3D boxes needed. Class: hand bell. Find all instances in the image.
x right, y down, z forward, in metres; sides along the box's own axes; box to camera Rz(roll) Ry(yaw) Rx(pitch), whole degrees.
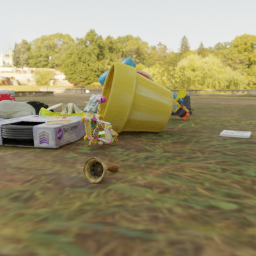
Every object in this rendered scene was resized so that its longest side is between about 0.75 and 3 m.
[{"bbox_3d":[-0.422,0.786,5.370,0.457,0.457,0.877,4,-3,26],"label":"hand bell"}]

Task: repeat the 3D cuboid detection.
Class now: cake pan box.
[{"bbox_3d":[-2.789,0.060,8.937,2.450,0.696,2.660,0,9,16],"label":"cake pan box"}]

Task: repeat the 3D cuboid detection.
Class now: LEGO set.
[{"bbox_3d":[-0.581,0.101,7.725,0.814,1.005,2.186,16,-26,23],"label":"LEGO set"}]

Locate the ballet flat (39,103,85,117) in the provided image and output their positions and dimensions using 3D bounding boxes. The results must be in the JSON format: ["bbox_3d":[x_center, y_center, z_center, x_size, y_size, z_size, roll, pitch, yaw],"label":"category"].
[{"bbox_3d":[-2.759,-0.621,12.521,0.961,0.964,2.877,6,10,35],"label":"ballet flat"}]

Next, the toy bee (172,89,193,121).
[{"bbox_3d":[2.574,-1.131,14.357,2.769,1.813,1.505,8,30,-18],"label":"toy bee"}]

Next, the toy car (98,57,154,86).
[{"bbox_3d":[-0.229,-1.185,12.869,2.561,2.669,2.895,-22,28,41],"label":"toy car"}]

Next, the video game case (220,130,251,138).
[{"bbox_3d":[3.777,0.210,9.807,0.941,0.112,0.857,4,9,27],"label":"video game case"}]

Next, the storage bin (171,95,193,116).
[{"bbox_3d":[2.989,-1.422,17.186,1.790,1.202,1.303,-3,9,-25],"label":"storage bin"}]

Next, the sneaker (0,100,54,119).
[{"bbox_3d":[-5.050,-0.767,13.912,2.774,0.997,1.005,6,-31,-21],"label":"sneaker"}]

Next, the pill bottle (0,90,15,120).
[{"bbox_3d":[-6.258,-1.194,14.406,0.863,1.538,0.863,0,8,0],"label":"pill bottle"}]

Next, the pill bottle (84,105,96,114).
[{"bbox_3d":[-2.264,-1.084,16.868,0.611,0.611,1.101,2,8,12],"label":"pill bottle"}]

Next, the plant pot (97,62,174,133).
[{"bbox_3d":[0.261,-0.883,10.254,2.361,2.509,2.509,15,5,-14],"label":"plant pot"}]

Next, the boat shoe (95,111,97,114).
[{"bbox_3d":[-0.842,-0.669,13.597,2.085,0.691,0.779,5,10,41],"label":"boat shoe"}]
